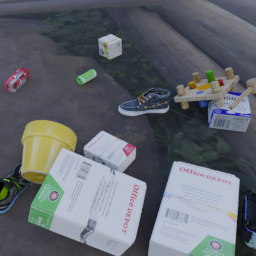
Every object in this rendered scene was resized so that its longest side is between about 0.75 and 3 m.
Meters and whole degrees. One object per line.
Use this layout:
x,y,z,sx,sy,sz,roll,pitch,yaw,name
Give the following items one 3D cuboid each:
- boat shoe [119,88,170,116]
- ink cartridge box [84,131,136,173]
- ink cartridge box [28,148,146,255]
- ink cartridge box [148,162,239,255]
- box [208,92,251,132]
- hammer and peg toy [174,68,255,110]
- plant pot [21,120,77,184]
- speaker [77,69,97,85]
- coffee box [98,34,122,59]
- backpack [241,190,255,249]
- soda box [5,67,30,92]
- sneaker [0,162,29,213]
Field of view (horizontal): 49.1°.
0.678,-1.152,11.776,2.180,0.989,0.771,-5,43,-5,boat shoe
-0.627,0.884,9.843,1.499,0.642,1.107,24,48,27,ink cartridge box
-1.033,2.031,7.698,2.664,1.120,1.944,24,45,-4,ink cartridge box
1.885,2.440,7.773,1.977,1.190,2.720,14,46,13,ink cartridge box
4.092,-0.721,11.431,1.452,0.828,1.579,7,43,7,box
3.570,-1.626,11.330,2.992,1.055,2.200,1,29,42,hammer and peg toy
-2.705,0.889,9.190,1.759,1.759,1.655,5,59,5,plant pot
-2.003,-2.491,13.638,0.443,0.443,1.001,30,51,29,speaker
-0.981,-4.470,15.398,0.917,0.916,0.907,-33,52,-31,coffee box
3.907,2.617,7.610,1.524,1.120,1.394,8,43,18,backpack
-5.267,-2.326,13.403,0.451,0.498,1.424,9,44,10,soda box
-3.660,1.767,8.807,0.650,0.760,1.835,12,44,10,sneaker
